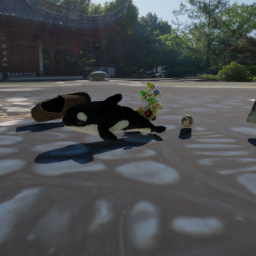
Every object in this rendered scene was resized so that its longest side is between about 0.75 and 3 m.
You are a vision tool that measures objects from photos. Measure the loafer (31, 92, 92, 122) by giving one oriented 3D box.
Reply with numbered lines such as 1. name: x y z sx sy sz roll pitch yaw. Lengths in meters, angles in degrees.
1. loafer: -2.071 -0.725 9.270 2.151 0.785 0.764 -24 -4 -34

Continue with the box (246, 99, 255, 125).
1. box: 3.736 -0.374 7.136 1.113 0.881 0.269 25 1 23

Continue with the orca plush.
1. orca plush: -0.217 -0.332 6.766 2.550 0.907 1.342 13 31 -15

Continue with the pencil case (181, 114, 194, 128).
1. pencil case: 1.688 -0.205 7.969 0.342 0.393 0.880 -10 0 13

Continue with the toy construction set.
1. toy construction set: 0.392 -0.504 7.992 0.677 1.470 0.964 13 41 -40
